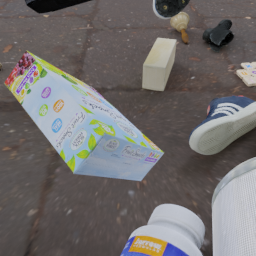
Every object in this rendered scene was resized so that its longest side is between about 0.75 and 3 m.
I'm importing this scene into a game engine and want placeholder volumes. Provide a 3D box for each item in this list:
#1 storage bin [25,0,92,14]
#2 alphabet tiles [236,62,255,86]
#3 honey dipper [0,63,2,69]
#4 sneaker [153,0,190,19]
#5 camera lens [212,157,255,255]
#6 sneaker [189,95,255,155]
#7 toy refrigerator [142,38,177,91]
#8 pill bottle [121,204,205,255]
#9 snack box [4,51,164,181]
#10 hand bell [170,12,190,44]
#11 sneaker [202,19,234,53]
[{"bbox_3d":[-1.415,-4.165,7.458,2.802,1.314,1.894,-16,15,-1],"label":"storage bin"},{"bbox_3d":[4.626,-1.721,9.236,1.888,0.138,1.847,-6,39,-7],"label":"alphabet tiles"},{"bbox_3d":[-4.669,-1.769,9.248,0.250,0.250,1.319,12,44,14],"label":"honey dipper"},{"bbox_3d":[1.290,-4.216,8.170,1.060,1.069,2.949,28,65,-21],"label":"sneaker"},{"bbox_3d":[2.149,1.785,3.311,2.192,2.192,2.740,8,39,9],"label":"camera lens"},{"bbox_3d":[2.162,-0.192,6.797,2.556,0.958,1.080,-19,42,-35],"label":"sneaker"},{"bbox_3d":[1.031,-2.154,9.222,0.762,0.827,2.177,11,41,13],"label":"toy refrigerator"},{"bbox_3d":[0.361,2.095,3.756,1.174,1.174,2.095,16,43,19],"label":"pill bottle"},{"bbox_3d":[-0.572,-0.118,3.900,1.838,0.622,1.550,45,11,30],"label":"snack box"},{"bbox_3d":[2.334,-4.097,11.876,0.846,0.846,1.625,-2,53,-3],"label":"hand bell"},{"bbox_3d":[3.888,-3.787,11.415,2.129,0.639,1.110,-32,49,-26],"label":"sneaker"}]
